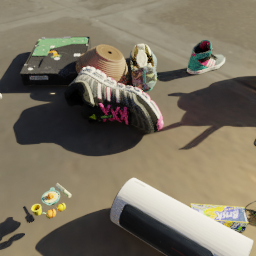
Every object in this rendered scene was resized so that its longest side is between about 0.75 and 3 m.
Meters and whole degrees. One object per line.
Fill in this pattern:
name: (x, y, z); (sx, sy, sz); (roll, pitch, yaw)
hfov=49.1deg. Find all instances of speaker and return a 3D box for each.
speaker: (0.804, 1.646, 4.497); (2.137, 0.868, 0.868); (24, 46, 25)

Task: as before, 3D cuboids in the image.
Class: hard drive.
hard drive: (-2.306, -2.334, 9.519); (1.953, 0.529, 2.795); (-2, 41, -2)

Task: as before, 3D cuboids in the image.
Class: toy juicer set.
toy juicer set: (-1.273, 1.244, 4.899); (0.488, 0.209, 0.767); (12, 36, 20)

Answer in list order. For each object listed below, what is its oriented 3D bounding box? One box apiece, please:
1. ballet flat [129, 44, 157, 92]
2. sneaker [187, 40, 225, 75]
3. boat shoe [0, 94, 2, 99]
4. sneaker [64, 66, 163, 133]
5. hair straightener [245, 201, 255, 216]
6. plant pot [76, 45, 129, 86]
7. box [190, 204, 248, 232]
ballet flat: (0.487, -2.193, 8.995); (0.975, 0.975, 2.628); (-3, 39, -4)
sneaker: (2.668, -2.458, 9.320); (1.607, 0.971, 0.672); (-24, 45, -26)
boat shoe: (-4.008, -0.744, 7.838); (0.871, 0.325, 0.404); (-8, 53, -5)
sneaker: (-0.488, -0.509, 6.995); (2.859, 1.055, 1.251); (32, 61, 25)
hair straightener: (2.692, 1.594, 5.118); (1.027, 0.210, 0.395); (15, 41, 23)
plant pot: (-0.673, -1.967, 8.475); (1.695, 0.782, 1.695); (15, 41, -13)
box: (1.588, 1.595, 4.987); (0.960, 0.309, 0.336); (3, 40, 3)
